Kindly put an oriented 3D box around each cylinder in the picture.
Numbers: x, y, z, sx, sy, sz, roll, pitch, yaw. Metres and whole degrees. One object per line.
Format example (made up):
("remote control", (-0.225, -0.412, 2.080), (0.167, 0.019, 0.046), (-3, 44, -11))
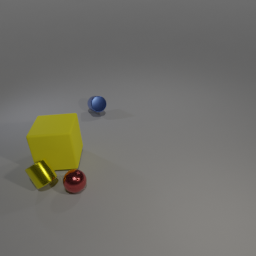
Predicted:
("cylinder", (-1.388, -1.080, 12.489), (0.700, 0.700, 0.700), (-12, 12, -20))
("cylinder", (-2.628, 1.363, 8.486), (0.700, 0.700, 0.700), (-31, 6, 3))

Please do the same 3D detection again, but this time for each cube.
("cube", (-2.395, 0.457, 9.460), (1.400, 1.400, 1.400), (-4, 30, 2))

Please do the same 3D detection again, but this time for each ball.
("ball", (-1.588, 1.578, 8.364), (0.700, 0.700, 0.700), (0, 31, 0))
